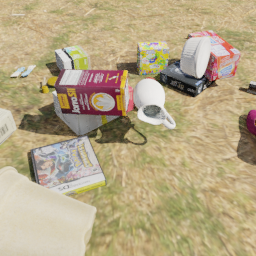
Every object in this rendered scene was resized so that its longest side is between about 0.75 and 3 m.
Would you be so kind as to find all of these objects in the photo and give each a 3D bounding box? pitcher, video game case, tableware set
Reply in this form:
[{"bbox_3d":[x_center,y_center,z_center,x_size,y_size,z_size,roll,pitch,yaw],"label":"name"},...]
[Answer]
[{"bbox_3d":[0.846,-0.738,8.903,1.444,1.020,1.683,34,28,-27],"label":"pitcher"},{"bbox_3d":[-1.881,1.173,8.603,1.916,0.270,2.120,-15,44,-16],"label":"video game case"},{"bbox_3d":[-2.679,-1.763,11.920,1.928,0.296,1.299,-5,45,-8],"label":"tableware set"}]

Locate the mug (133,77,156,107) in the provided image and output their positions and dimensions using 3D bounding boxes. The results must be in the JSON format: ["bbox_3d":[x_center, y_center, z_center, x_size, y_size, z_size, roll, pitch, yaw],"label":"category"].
[{"bbox_3d":[0.719,-1.361,11.040,1.059,0.796,1.193,21,47,31],"label":"mug"}]

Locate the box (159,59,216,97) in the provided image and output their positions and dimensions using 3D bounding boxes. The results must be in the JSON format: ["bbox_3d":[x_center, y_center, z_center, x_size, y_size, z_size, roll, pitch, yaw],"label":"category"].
[{"bbox_3d":[2.849,-2.409,12.429,1.889,0.513,2.357,32,51,31],"label":"box"}]

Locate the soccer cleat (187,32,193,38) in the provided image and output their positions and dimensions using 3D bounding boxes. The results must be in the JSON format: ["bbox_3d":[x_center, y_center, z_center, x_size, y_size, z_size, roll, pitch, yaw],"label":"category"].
[{"bbox_3d":[3.711,-5.168,15.645,0.840,0.340,0.284,-12,43,-13],"label":"soccer cleat"}]

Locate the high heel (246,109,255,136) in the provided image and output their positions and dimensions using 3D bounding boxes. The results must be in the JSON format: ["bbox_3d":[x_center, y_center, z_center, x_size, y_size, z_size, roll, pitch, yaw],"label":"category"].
[{"bbox_3d":[4.738,-0.050,9.183,0.922,1.314,2.734,-4,42,-4],"label":"high heel"}]

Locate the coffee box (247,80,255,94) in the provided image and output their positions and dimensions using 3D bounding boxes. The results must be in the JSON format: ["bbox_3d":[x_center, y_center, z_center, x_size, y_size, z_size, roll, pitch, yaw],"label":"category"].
[{"bbox_3d":[5.407,-1.634,11.626,0.758,0.428,0.303,25,47,24],"label":"coffee box"}]

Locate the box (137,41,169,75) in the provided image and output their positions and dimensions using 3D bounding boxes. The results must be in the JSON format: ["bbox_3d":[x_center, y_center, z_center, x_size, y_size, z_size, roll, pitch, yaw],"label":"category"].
[{"bbox_3d":[1.102,-3.171,12.722,1.302,1.254,0.794,-4,42,-6],"label":"box"}]

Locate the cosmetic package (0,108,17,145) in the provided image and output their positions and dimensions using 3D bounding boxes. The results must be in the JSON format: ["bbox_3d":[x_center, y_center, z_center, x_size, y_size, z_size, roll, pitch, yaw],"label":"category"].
[{"bbox_3d":[-5.327,-0.205,9.683,2.462,0.875,1.295,16,44,17],"label":"cosmetic package"}]

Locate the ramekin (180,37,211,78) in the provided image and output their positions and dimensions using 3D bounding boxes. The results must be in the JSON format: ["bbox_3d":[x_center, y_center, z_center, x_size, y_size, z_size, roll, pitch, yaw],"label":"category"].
[{"bbox_3d":[2.220,-2.365,9.278,0.627,1.347,1.347,18,45,25],"label":"ramekin"}]

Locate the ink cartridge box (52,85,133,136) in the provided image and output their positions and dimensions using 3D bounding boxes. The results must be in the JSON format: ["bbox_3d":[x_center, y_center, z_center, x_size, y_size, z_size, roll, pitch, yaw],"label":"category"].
[{"bbox_3d":[-1.277,-1.003,10.458,2.464,1.028,1.788,-30,50,-29],"label":"ink cartridge box"}]

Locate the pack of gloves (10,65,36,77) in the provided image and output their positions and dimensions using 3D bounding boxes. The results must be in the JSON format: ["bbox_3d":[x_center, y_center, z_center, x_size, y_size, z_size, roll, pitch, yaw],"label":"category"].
[{"bbox_3d":[-4.795,-2.555,12.910,0.842,0.198,1.002,-3,37,11],"label":"pack of gloves"}]

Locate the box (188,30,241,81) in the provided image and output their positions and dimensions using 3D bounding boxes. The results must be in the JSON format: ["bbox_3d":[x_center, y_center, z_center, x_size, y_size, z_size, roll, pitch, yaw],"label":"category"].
[{"bbox_3d":[3.550,-3.146,11.991,1.189,1.138,2.384,-12,43,-13],"label":"box"}]

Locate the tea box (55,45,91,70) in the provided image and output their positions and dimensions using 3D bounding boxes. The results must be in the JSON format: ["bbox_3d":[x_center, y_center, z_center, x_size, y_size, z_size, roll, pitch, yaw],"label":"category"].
[{"bbox_3d":[-2.530,-3.093,12.926,1.267,0.860,1.288,-20,45,-23],"label":"tea box"}]

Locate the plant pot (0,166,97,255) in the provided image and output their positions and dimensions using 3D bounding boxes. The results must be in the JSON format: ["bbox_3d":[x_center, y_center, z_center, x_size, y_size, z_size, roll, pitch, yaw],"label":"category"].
[{"bbox_3d":[-1.932,2.274,6.120,2.196,2.399,2.399,15,43,-1],"label":"plant pot"}]

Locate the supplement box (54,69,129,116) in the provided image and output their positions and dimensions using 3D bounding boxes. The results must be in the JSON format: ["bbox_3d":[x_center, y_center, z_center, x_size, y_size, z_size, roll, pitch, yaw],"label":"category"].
[{"bbox_3d":[-1.042,-1.081,8.575,2.074,1.144,0.888,2,45,7],"label":"supplement box"}]
